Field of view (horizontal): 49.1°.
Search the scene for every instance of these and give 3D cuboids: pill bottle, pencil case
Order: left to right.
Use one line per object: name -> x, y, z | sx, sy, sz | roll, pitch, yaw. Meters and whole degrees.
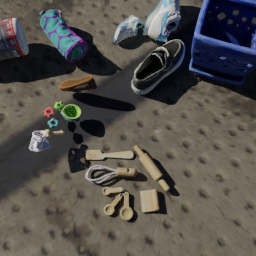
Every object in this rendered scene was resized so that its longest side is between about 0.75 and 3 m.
pill bottle -> -5.063, -3.162, 10.412 | 2.346, 1.359, 1.359 | -15, 65, -7
pencil case -> -2.497, -3.601, 10.815 | 1.048, 0.965, 2.267 | -48, 68, 25

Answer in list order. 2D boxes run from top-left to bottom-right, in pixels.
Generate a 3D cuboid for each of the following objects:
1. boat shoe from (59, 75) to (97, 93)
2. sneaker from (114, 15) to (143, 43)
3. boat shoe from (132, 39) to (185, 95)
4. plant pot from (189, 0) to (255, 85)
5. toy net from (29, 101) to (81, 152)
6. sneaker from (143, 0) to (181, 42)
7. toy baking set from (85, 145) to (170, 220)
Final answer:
boat shoe -> -1.751, -1.440, 9.761 | 1.413, 0.497, 0.497 | -3, 46, 26
sneaker -> 0.002, -3.915, 11.226 | 0.612, 0.579, 1.514 | 35, 71, 13
boat shoe -> 1.216, -2.425, 10.293 | 1.014, 0.913, 2.868 | 35, 69, 16
plant pot -> 3.478, -2.999, 9.907 | 2.358, 2.120, 2.358 | 17, 65, 9
toy net -> -2.473, -0.132, 8.965 | 1.092, 0.402, 2.082 | 35, 53, 6
sneaker -> 1.668, -4.647, 11.409 | 1.109, 1.051, 2.747 | 29, 74, 6
toy baking set -> -0.100, 1.507, 8.697 | 2.137, 0.324, 2.785 | -27, 67, -13
